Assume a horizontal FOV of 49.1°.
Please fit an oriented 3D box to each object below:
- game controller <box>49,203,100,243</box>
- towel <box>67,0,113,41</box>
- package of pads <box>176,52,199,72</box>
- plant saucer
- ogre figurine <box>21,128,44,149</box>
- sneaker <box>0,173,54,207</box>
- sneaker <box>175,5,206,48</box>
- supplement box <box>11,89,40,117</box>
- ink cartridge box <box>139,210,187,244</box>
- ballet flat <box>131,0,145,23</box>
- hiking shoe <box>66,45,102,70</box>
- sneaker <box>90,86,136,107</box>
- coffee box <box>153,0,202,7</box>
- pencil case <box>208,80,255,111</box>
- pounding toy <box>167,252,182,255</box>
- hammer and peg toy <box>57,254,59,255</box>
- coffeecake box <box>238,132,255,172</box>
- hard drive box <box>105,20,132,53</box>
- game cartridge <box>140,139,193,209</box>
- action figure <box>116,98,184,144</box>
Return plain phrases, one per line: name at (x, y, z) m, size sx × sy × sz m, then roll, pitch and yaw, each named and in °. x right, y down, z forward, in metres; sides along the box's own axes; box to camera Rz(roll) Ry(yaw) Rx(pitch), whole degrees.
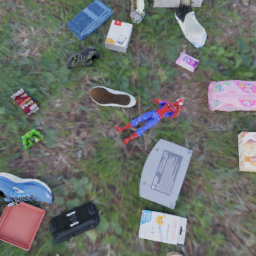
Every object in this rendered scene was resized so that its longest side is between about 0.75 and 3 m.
game controller at (-1.875, 3.281, 9.769) m, size 1.712 × 0.361 × 0.893 m, roll -22°, pitch 60°, yaw -7°
towel at (-1.661, -4.718, 12.100) m, size 1.061 × 0.461 × 1.900 m, roll 43°, pitch 78°, yaw 12°
package of pads at (2.449, -2.716, 11.565) m, size 0.832 × 0.315 × 0.501 m, roll 31°, pitch 78°, yaw 9°
plant saucer at (-3.745, 3.314, 9.734) m, size 1.375 × 0.252 × 1.372 m, roll 19°, pitch 72°, yaw 5°
ogre figurine at (-3.664, 0.381, 10.598) m, size 0.827 × 0.406 × 0.496 m, roll -34°, pitch 94°, yaw 5°
sneaker at (-3.634, 2.300, 9.593) m, size 2.304 × 0.905 × 1.027 m, roll 8°, pitch 46°, yaw 10°
sneaker at (2.592, -4.343, 11.890) m, size 0.848 × 0.855 × 2.360 m, roll -17°, pitch 59°, yaw 0°
supplement box at (-4.041, -1.002, 11.042) m, size 0.555 × 0.311 × 1.020 m, roll -42°, pitch 78°, yaw -11°
ink cartridge box at (1.222, 3.400, 9.576) m, size 1.588 × 0.539 × 0.914 m, roll 9°, pitch 73°, yaw 3°
ballet flat at (0.471, -5.582, 12.226) m, size 0.730 × 0.730 × 2.029 m, roll -1°, pitch 73°, yaw 0°
hiking shoe at (-1.822, -2.767, 11.444) m, size 1.508 × 0.571 × 0.759 m, roll -36°, pitch 73°, yaw -11°
sneaker at (-0.568, -1.145, 10.997) m, size 1.932 × 0.818 × 0.703 m, roll 18°, pitch 98°, yaw 25°
coffee box at (2.163, -6.080, 12.309) m, size 2.135 × 0.851 × 1.221 m, roll -1°, pitch 73°, yaw 0°
pencil case at (4.471, -1.223, 10.649) m, size 2.762 × 1.207 × 1.207 m, roll 1°, pitch 73°, yaw 1°
pounding toy at (1.586, 4.682, 8.881) m, size 1.934 × 1.109 × 1.106 m, roll -43°, pitch 82°, yaw -12°
hammer and peg toy at (-2.563, 4.650, 9.289) m, size 1.043 × 0.368 × 0.767 m, roll -12°, pitch 72°, yaw -4°
coffeecake box at (4.714, 0.894, 10.357) m, size 1.068 × 0.508 × 1.391 m, roll 3°, pitch 73°, yaw 1°
hard drive box at (-0.387, -3.874, 11.852) m, size 0.896 × 0.442 × 1.150 m, roll 14°, pitch 73°, yaw 3°
game cartridge at (1.309, 1.605, 10.201) m, size 1.493 × 0.458 × 2.242 m, roll 22°, pitch 74°, yaw 3°
action figure at (0.960, -0.482, 10.383) m, size 2.799 × 1.385 × 0.913 m, roll -29°, pitch 77°, yaw -11°
